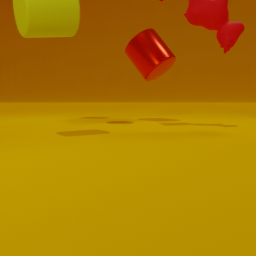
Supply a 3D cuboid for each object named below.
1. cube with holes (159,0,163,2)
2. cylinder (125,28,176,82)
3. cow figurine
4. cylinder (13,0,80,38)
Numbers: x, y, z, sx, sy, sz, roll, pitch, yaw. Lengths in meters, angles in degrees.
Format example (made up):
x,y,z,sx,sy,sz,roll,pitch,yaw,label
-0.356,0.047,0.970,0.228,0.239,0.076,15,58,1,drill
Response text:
x,y,z,sx,sy,sz,roll,pitch,yaw,label
0.794,-3.428,6.217,0.760,0.760,0.760,-30,38,2,cube with holes
0.707,-2.304,8.923,1.195,1.195,1.195,-34,-11,-7,cylinder
1.954,-2.432,6.424,1.357,1.336,0.745,5,6,7,cow figurine
-1.390,-2.006,4.763,0.883,0.883,0.883,-13,11,-31,cylinder
